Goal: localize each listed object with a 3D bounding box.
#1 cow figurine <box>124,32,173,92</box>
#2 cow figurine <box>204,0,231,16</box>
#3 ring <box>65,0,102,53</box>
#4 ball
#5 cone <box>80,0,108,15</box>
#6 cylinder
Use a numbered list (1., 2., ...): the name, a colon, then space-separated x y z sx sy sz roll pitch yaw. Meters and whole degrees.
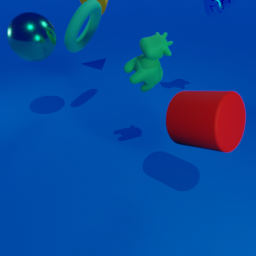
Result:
1. cow figurine: 0.517 -1.408 6.039 1.203 1.223 0.671 -34 61 18
2. cow figurine: 2.477 -3.964 8.220 0.683 1.224 1.244 4 38 47
3. ring: -1.244 -2.829 7.848 0.313 1.563 1.563 33 39 2
4. ball: -2.568 -2.436 7.537 1.272 1.272 1.272 0 33 0
5. cone: -0.977 -5.181 10.644 1.317 1.317 1.322 21 54 29
6. cylinder: 1.416 -0.148 5.132 1.052 1.052 1.052 -29 25 -37
